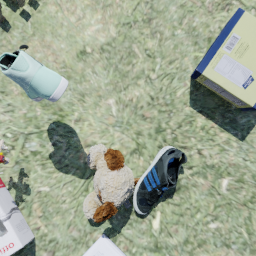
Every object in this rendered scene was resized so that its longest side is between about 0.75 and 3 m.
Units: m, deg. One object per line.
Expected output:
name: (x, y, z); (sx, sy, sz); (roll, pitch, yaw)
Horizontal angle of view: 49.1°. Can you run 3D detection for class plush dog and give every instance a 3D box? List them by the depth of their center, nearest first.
plush dog: (-0.453, 1.894, 9.344); (2.150, 2.301, 2.680); (5, 85, 0)

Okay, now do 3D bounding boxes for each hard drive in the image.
hard drive: (-1.157, 5.259, 10.041); (1.577, 0.303, 2.390); (44, 86, 4)

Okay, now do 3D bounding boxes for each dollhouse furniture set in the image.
dollhouse furniture set: (-4.656, -5.130, 10.785); (1.482, 1.123, 1.691); (41, 68, 4)

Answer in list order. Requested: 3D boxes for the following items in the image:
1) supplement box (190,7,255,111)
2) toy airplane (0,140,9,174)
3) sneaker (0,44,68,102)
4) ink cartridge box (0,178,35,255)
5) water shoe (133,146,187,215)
supplement box: (4.012, -2.259, 9.859); (2.484, 1.669, 2.486); (34, 96, 3)
toy airplane: (-4.115, 1.005, 8.799); (0.709, 1.000, 1.004); (21, 112, -32)
sneaker: (-2.722, -1.494, 7.600); (1.590, 2.696, 0.992); (36, 78, -29)
ink cartridge box: (-4.995, 3.325, 9.768); (2.090, 1.180, 2.847); (-33, 85, -4)
water shoe: (1.097, 1.882, 9.842); (0.961, 1.060, 2.687); (30, 84, -30)
